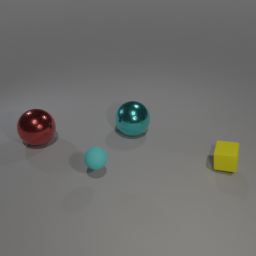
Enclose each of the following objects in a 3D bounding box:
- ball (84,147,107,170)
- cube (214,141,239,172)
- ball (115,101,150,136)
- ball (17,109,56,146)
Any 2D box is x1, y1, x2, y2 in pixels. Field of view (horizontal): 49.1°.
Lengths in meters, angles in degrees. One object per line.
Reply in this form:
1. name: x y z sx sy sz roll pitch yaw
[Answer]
1. ball: -0.996 0.930 8.642 0.700 0.700 0.700 0 31 0
2. cube: 3.219 0.922 9.162 0.700 0.700 0.700 5 38 24
3. ball: 0.185 -0.376 11.128 1.400 1.400 1.400 0 31 0
4. ball: -3.436 -0.029 10.536 1.400 1.400 1.400 0 31 0
